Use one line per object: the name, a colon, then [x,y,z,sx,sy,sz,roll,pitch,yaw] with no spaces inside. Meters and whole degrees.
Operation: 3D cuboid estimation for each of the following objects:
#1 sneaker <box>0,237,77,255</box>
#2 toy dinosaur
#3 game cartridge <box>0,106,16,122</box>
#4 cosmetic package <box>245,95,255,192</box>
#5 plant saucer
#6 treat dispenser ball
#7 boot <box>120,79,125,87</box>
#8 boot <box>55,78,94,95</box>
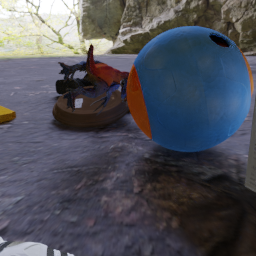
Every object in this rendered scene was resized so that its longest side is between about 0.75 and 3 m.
sneaker: [-0.864,1.586,1.629,1.530,1.004,2.659,0,16,8]
toy dinosaur: [-0.518,-1.203,7.659,2.619,1.515,2.886,-17,5,-37]
game cartridge: [-4.875,-0.416,9.097,1.959,0.318,1.727,18,25,38]
cosmetic package: [3.047,0.234,4.338,1.579,1.913,1.577,-8,20,-24]
plant saucer: [-1.213,-0.813,9.250,2.582,0.380,2.582,-2,32,1]
treat dispenser ball: [1.354,-0.846,6.378,2.775,2.775,2.775,0,18,0]
boot: [0.736,-1.897,9.167,1.903,1.437,0.687,3,30,-4]
boot: [-1.591,-1.922,12.959,2.783,0.913,2.293,-8,21,-37]
